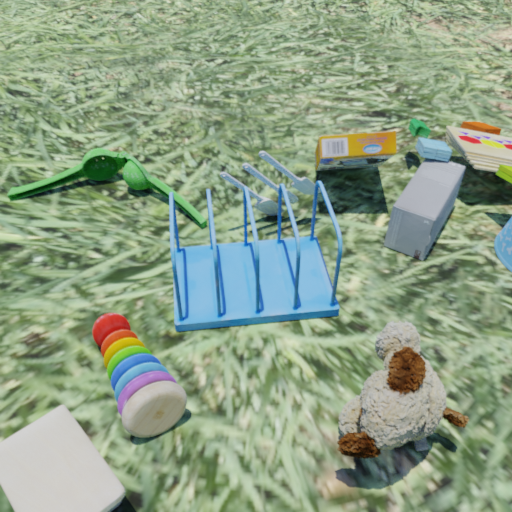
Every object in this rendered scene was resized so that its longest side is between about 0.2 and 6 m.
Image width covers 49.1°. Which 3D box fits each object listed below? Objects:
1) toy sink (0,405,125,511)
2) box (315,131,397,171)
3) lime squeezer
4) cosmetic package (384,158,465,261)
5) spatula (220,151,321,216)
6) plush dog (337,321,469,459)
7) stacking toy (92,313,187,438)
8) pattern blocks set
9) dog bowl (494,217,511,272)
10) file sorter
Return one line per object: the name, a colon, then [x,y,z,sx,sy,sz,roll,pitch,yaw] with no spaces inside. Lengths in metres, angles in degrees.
toy sink: [-2.108,2.560,6.109,0.963,0.828,1.477,-31,46,-29]
box: [1.788,-1.916,10.508,1.311,0.457,2.202,-3,1,4]
lime squeezer: [-2.647,-1.430,10.571,3.885,0.733,1.372,9,43,9]
cosmetic package: [2.952,-0.869,9.761,0.814,0.965,1.806,25,46,23]
spatula: [0.227,-1.182,9.479,1.147,1.650,0.132,-21,60,32]
plush dog: [1.594,1.681,6.242,1.307,1.629,1.400,30,13,29]
stacking toy: [-1.666,1.416,7.435,0.834,0.834,1.954,-21,42,-22]
pattern blocks set: [4.774,-1.939,10.729,3.728,0.302,3.277,15,30,5]
dog bowl: [5.537,-0.397,9.409,2.975,0.737,1.658,-12,44,-13]
file sorter: [-0.081,-0.097,8.504,2.471,1.516,1.715,-5,42,-5]
